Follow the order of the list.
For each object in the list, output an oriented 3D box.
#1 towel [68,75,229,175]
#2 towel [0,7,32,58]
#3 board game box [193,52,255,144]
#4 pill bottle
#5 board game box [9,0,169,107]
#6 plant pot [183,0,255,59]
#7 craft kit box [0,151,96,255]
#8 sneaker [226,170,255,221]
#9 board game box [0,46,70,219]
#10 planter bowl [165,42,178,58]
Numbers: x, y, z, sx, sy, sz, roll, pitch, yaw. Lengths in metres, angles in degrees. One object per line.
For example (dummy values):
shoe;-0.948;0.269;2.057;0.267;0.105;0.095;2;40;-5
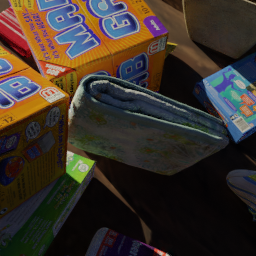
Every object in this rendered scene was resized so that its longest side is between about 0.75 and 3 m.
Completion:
towel;0.158;0.147;5.529;2.785;2.384;0.671;20;62;-14
towel;-2.783;-3.571;8.972;2.076;0.323;2.870;37;67;19
board game box;3.271;-0.936;7.497;2.414;0.543;1.836;-28;66;-13
pill bottle;0.135;2.738;5.336;1.918;1.079;1.079;19;65;9
board game box;-0.872;-1.773;6.793;2.539;2.538;2.540;-25;66;-12
plant pot;2.995;-3.538;7.889;2.501;2.217;2.504;29;68;14
craft kit box;-2.410;1.247;5.841;2.606;0.640;2.638;20;42;12
sneaker;3.119;2.069;5.694;2.804;1.062;1.473;32;68;14
board game box;-2.555;0.118;5.042;2.090;2.091;2.089;35;46;23
planter bowl;0.670;-2.213;7.980;1.403;0.584;1.403;10;21;-4
